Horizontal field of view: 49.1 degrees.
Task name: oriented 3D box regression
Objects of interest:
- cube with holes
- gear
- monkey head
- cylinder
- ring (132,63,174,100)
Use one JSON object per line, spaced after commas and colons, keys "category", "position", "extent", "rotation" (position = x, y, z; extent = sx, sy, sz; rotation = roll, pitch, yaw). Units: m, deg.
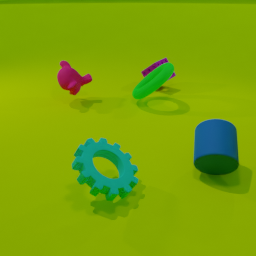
{"category": "cube with holes", "position": [1.228, -2.181, 11.262], "extent": [0.832, 0.832, 0.832], "rotation": [-33, 5, -42]}
{"category": "gear", "position": [-0.423, 0.772, 5.480], "extent": [1.319, 0.244, 1.319], "rotation": [23, 37, -18]}
{"category": "monkey head", "position": [-1.890, -1.764, 9.829], "extent": [1.123, 0.941, 1.561], "rotation": [-26, 52, 0]}
{"category": "cylinder", "position": [1.899, 0.421, 6.073], "extent": [0.905, 0.905, 0.905], "rotation": [5, 54, 10]}
{"category": "ring", "position": [0.859, -1.629, 9.726], "extent": [1.754, 0.351, 1.754], "rotation": [-38, 14, 12]}
